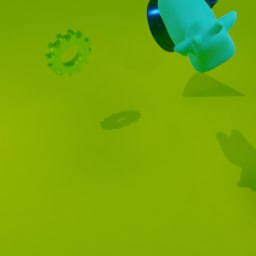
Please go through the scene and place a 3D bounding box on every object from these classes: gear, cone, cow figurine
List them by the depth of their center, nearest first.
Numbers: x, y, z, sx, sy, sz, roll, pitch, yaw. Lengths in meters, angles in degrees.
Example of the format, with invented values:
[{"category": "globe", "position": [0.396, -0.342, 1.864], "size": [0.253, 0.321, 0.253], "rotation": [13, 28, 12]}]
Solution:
[{"category": "cow figurine", "position": [1.012, -1.686, 4.452], "size": [0.931, 1.669, 1.697], "rotation": [-29, 85, 14]}, {"category": "gear", "position": [-1.370, -1.731, 6.562], "size": [1.126, 1.126, 0.208], "rotation": [-30, 61, -26]}, {"category": "cone", "position": [1.612, -2.997, 7.322], "size": [1.606, 1.600, 1.600], "rotation": [-8, 32, 45]}]
